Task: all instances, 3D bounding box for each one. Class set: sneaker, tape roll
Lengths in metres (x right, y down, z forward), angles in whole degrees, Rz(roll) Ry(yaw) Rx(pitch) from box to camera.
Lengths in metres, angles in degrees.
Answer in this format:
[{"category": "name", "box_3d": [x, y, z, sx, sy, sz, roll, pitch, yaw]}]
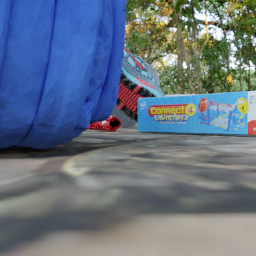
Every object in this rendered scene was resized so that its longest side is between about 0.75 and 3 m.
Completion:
[{"category": "sneaker", "box_3d": [-0.788, -0.179, 6.198, 1.389, 0.544, 0.803, -3, 2, -32]}, {"category": "sneaker", "box_3d": [-0.241, -1.387, 6.937, 1.167, 2.943, 1.406, -35, 19, 30]}, {"category": "tape roll", "box_3d": [0.027, -1.077, 8.615, 0.683, 2.069, 2.069, 33, 22, 36]}]

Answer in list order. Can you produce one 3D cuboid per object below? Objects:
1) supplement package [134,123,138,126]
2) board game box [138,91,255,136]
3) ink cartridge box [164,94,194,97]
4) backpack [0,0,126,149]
[{"category": "supplement package", "box_3d": [-0.454, -0.901, 11.896, 1.477, 1.534, 2.697, -2, 5, -32]}, {"category": "board game box", "box_3d": [1.893, -0.263, 5.741, 2.436, 0.695, 2.488, 1, 2, 39]}, {"category": "ink cartridge box", "box_3d": [1.905, -0.517, 9.131, 1.735, 1.006, 2.351, 0, 3, 5]}, {"category": "backpack", "box_3d": [-1.221, -1.026, 2.839, 2.517, 2.437, 2.999, 2, 0, -29]}]
